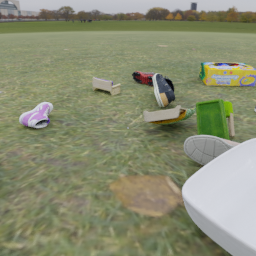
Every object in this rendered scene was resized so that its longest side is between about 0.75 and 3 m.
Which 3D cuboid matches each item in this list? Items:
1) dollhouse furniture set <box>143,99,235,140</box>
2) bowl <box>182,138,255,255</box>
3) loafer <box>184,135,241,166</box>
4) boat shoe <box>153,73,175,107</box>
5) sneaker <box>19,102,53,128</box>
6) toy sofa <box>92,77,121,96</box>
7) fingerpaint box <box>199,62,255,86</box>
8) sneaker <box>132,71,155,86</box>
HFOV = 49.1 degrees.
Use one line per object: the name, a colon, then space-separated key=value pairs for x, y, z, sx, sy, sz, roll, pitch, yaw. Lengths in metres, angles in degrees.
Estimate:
dollhouse furniture set: x=1.954 y=-0.037 z=8.994 sx=2.597 sy=1.303 sz=1.701 roll=-7 pitch=-3 yaw=29
bowl: x=2.683 y=1.417 z=4.745 sx=2.843 sy=1.061 sz=2.839 roll=-25 pitch=33 yaw=-29
loafer: x=2.584 y=0.667 z=7.300 sx=2.281 sy=0.820 sz=0.717 roll=11 pitch=8 yaw=9
boat shoe: x=1.582 y=-1.726 z=12.145 sx=0.819 sy=0.982 sz=2.632 roll=-20 pitch=26 yaw=13
sneaker: x=-2.988 y=-0.402 z=9.959 sx=0.870 sy=0.553 sz=1.526 roll=16 pitch=35 yaw=20
toy sofa: x=-1.051 y=-2.064 z=13.456 sx=1.415 sy=0.690 sz=0.586 roll=18 pitch=29 yaw=37
fingerpaint box: x=5.357 y=-2.978 z=15.242 sx=2.512 sy=0.921 sz=2.096 roll=1 pitch=24 yaw=3
sneaker: x=1.001 y=-2.694 z=14.990 sx=1.710 sy=0.605 sz=0.836 roll=22 pitch=33 yaw=37
